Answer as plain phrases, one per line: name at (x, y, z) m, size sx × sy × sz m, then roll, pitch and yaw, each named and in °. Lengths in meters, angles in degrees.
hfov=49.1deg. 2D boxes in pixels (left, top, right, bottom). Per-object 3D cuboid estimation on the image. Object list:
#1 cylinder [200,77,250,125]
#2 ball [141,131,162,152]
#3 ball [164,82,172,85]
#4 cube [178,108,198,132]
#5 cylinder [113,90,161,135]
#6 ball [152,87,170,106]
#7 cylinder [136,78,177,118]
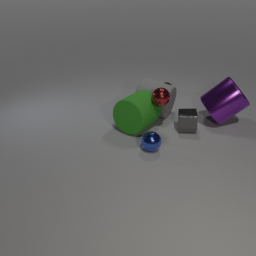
cylinder at (3.852, -1.085, 11.195) m, size 1.400 × 1.400 × 1.400 m, roll -37°, pitch 21°, yaw 20°
ball at (0.801, 0.461, 9.628) m, size 0.700 × 0.700 × 0.700 m, roll 0°, pitch 28°, yaw 0°
ball at (1.922, -1.942, 14.044) m, size 0.700 × 0.700 × 0.700 m, roll 0°, pitch 28°, yaw 0°
cube at (2.309, -0.296, 10.867) m, size 0.700 × 0.700 × 0.700 m, roll 0°, pitch 30°, yaw 9°
cylinder at (0.360, -0.628, 10.862) m, size 1.400 × 1.400 × 1.400 m, roll 17°, pitch 31°, yaw 29°
ball at (1.223, -1.152, 10.393) m, size 0.700 × 0.700 × 0.700 m, roll 0°, pitch 28°, yaw 0°
cylinder at (1.166, -1.283, 11.953) m, size 1.400 × 1.400 × 1.400 m, roll 21°, pitch 34°, yaw 21°
